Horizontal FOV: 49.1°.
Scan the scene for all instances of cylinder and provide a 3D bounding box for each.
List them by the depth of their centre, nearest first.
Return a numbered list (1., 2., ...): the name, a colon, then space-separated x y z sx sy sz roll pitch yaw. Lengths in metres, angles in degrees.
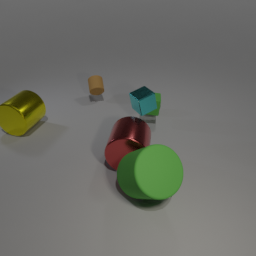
1. cylinder: 0.567 1.235 7.685 1.400 1.400 1.400 -16 -6 -24
2. cylinder: 0.034 0.535 9.326 1.400 1.400 1.400 4 31 7
3. cylinder: -4.259 -0.615 11.204 1.400 1.400 1.400 10 33 15
4. cylinder: -1.512 -2.017 13.250 0.700 0.700 0.700 -7 67 -11

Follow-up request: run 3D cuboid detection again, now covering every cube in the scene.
1. cube: 0.552 -0.996 10.242 0.700 0.700 0.700 -27 41 -17
2. cube: 0.949 -1.004 11.478 0.700 0.700 0.700 8 34 1

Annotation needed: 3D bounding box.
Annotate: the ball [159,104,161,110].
1. ball: 1.105 -0.998 12.512 0.700 0.700 0.700 0 31 0
